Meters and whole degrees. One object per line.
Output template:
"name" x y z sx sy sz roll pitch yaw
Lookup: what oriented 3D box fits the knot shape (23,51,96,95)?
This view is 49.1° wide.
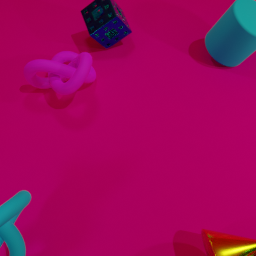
"knot shape" -1.542 -1.427 7.143 1.913 0.884 1.790 -22 26 -30

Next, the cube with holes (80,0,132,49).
"cube with holes" -0.624 -3.101 8.173 0.939 0.939 0.939 -29 69 20

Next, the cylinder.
"cylinder" 3.059 -2.612 7.764 1.325 1.325 1.325 8 65 -18

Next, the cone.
"cone" 1.977 2.162 4.939 1.033 1.029 1.029 -16 58 0

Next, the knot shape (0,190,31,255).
"knot shape" -2.317 1.729 4.405 0.781 1.582 1.691 19 85 32
